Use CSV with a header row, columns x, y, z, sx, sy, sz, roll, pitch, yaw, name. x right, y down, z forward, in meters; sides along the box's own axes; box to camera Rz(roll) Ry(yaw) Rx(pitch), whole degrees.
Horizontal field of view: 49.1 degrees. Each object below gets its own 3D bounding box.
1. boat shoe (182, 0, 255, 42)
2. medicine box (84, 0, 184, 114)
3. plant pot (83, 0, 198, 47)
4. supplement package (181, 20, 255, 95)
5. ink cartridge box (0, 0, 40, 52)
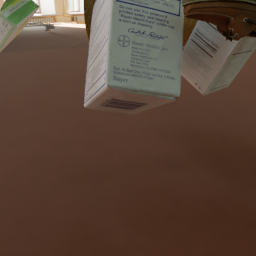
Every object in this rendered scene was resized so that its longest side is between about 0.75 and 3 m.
x,y,z,sx,sy,sz,roll,pitch,yaw,name
1.536,-1.483,3.871,1.624,0.552,0.584,3,16,-4,boat shoe
0.014,-1.597,5.243,1.222,2.375,2.163,7,-6,-17,medicine box
0.652,-3.087,7.816,2.913,2.715,2.715,1,24,17,plant pot
1.945,-1.746,5.753,1.032,1.815,0.994,-20,59,-37,supplement package
-2.464,-2.746,6.416,2.148,0.515,1.563,-37,27,28,ink cartridge box
